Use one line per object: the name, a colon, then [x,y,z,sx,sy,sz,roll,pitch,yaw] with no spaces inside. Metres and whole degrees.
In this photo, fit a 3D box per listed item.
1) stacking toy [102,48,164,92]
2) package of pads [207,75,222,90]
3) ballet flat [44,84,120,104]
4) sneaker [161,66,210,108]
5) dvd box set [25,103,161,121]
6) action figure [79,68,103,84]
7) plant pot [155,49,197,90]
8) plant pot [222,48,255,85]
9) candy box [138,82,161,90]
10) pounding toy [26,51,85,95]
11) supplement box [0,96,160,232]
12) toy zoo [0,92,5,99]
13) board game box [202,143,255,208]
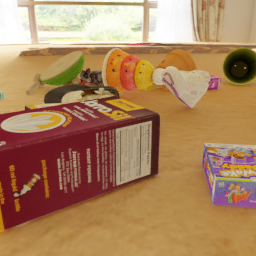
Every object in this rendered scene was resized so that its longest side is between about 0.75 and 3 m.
stacking toy: [0.385,-1.944,9.913,2.279,1.665,1.665,9,22,25]
package of pads: [3.290,-2.049,12.170,0.836,0.525,1.388,-9,22,-22]
ballet flat: [-1.348,-0.933,8.801,2.441,0.892,0.892,-7,21,-25]
sneaker: [1.762,-1.430,8.327,0.891,1.185,2.379,52,14,25]
dvd box set: [-0.884,-0.243,7.036,2.798,0.411,2.047,-7,21,-37]
action figure: [-1.047,-2.281,12.256,1.812,0.966,2.785,-24,26,-30]
plant pot: [1.880,-2.303,11.629,1.128,1.611,1.611,-31,34,-27]
plant pot: [5.224,-2.788,13.064,1.606,1.606,1.716,7,8,17]
candy box: [1.068,-1.928,12.293,1.671,0.221,0.854,-19,25,-41]
pounding toy: [-2.691,-1.992,11.613,2.599,1.206,2.006,-28,31,8]
supplement box: [-1.010,0.355,4.701,2.819,1.207,1.556,-14,24,-32]
toy zoo: [-5.965,-1.088,9.900,2.948,0.302,1.934,-6,21,-14]
board game box: [2.388,0.771,4.684,2.055,0.460,1.382,2,21,6]
